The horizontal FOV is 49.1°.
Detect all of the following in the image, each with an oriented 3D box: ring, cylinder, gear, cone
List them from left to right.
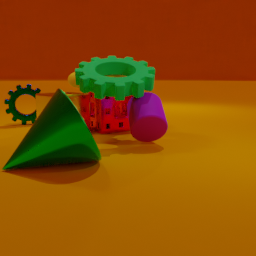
[{"bbox_3d":[-3.440,-0.797,9.486,1.348,1.348,0.249,-4,13,-19],"label":"gear"},{"bbox_3d":[-1.568,0.336,5.146,1.578,1.572,1.572,-31,20,-15],"label":"cone"},{"bbox_3d":[-0.859,-1.562,8.524,1.926,0.385,1.926,-5,18,2],"label":"ring"},{"bbox_3d":[-0.315,-1.317,7.077,1.971,0.365,1.971,2,33,-1],"label":"gear"},{"bbox_3d":[0.453,-0.264,6.807,0.884,0.884,0.884,-1,45,-6],"label":"cylinder"}]

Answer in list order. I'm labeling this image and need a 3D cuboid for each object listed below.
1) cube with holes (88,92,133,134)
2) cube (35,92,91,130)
[{"bbox_3d":[-0.538,-0.615,8.708,1.286,1.286,1.286,-7,13,-30],"label":"cube with holes"},{"bbox_3d":[-1.898,-0.445,8.225,1.141,1.141,1.141,10,15,43],"label":"cube"}]
